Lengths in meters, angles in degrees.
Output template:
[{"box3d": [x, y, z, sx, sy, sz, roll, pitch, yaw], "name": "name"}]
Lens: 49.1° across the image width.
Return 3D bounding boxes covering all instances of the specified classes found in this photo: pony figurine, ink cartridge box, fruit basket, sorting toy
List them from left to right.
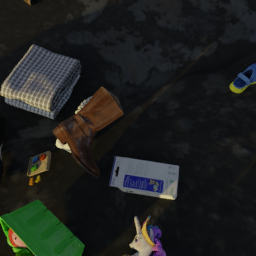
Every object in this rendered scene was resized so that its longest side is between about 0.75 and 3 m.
[{"box3d": [-2.282, 3.014, 6.320, 2.172, 1.566, 2.172, 8, 51, -10], "name": "fruit basket"}, {"box3d": [-2.490, 1.092, 7.773, 0.689, 0.124, 0.924, -17, 49, 15], "name": "sorting toy"}, {"box3d": [0.334, 3.437, 5.982, 2.330, 2.010, 2.414, 38, 82, 29], "name": "pony figurine"}, {"box3d": [0.454, 1.363, 7.719, 1.830, 0.359, 0.910, 10, 63, 3], "name": "ink cartridge box"}]

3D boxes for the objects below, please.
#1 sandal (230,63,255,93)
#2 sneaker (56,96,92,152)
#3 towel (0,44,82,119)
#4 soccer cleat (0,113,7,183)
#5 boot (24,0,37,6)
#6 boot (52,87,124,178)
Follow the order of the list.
[{"box3d": [3.995, -1.723, 9.177, 1.450, 0.631, 0.576, -39, 67, -20], "name": "sandal"}, {"box3d": [-1.337, -0.088, 8.342, 0.763, 0.707, 1.881, 28, 74, 6], "name": "sneaker"}, {"box3d": [-2.639, -1.523, 8.779, 1.808, 0.934, 2.183, 16, 61, 12], "name": "towel"}, {"box3d": [-4.086, 0.818, 7.828, 0.969, 0.904, 2.649, -13, 65, 22], "name": "soccer cleat"}, {"box3d": [-3.777, -5.510, 11.230, 0.616, 0.474, 1.270, 27, 68, 11], "name": "boot"}, {"box3d": [-0.743, 0.101, 7.716, 2.018, 0.648, 1.881, -40, 98, -8], "name": "boot"}]
